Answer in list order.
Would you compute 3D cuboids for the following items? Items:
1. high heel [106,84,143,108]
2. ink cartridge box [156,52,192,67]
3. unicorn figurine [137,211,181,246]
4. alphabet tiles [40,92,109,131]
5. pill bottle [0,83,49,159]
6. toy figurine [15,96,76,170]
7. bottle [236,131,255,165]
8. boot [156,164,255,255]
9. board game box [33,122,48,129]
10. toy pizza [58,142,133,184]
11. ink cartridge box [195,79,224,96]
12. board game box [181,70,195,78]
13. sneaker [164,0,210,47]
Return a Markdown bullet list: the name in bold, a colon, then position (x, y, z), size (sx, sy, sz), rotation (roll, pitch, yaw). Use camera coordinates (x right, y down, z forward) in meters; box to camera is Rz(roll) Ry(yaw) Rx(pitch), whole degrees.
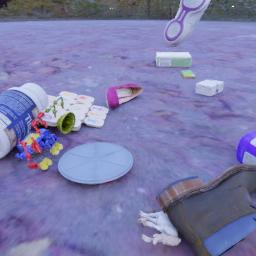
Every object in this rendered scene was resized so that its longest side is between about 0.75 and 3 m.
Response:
- **high heel**: position (-0.104, -1.235, 10.491), size (1.078, 0.757, 2.248), rotation (-5, 11, 14)
- **ink cartridge box**: position (2.682, -4.295, 17.017), size (1.967, 0.648, 2.702), rotation (1, 27, 3)
- **unicorn figurine**: position (0.614, 1.633, 4.923), size (0.841, 0.452, 1.225), rotation (6, 30, -8)
- **alphabet tiles**: position (-1.951, -0.642, 9.335), size (2.504, 0.187, 2.561), rotation (12, 27, 0)
- **pill bottle**: position (-3.100, -0.312, 7.487), size (1.243, 1.243, 2.239), rotation (8, 36, 16)
- **toy figurine**: position (-2.366, 0.161, 7.202), size (1.211, 1.067, 2.022), rotation (-9, 36, 30)
- **bottle**: position (3.566, 0.952, 5.735), size (1.155, 0.903, 2.765), rotation (-9, 27, -23)
- **boot**: position (1.868, 1.477, 5.042), size (2.652, 0.991, 1.286), rotation (-7, 49, -28)
- **board game box**: position (-3.681, -0.462, 9.333), size (2.400, 0.338, 1.623), rotation (1, 25, 1)
- **toy pizza**: position (-0.758, 0.849, 6.678), size (1.765, 0.280, 1.765), rotation (-1, 25, 1)
- **ink cartridge box**: position (3.435, -1.716, 11.816), size (0.752, 0.441, 1.027), rotation (23, 35, 40)
- **board game box**: position (3.053, -2.754, 14.307), size (0.560, 0.176, 1.173), rotation (1, 28, 1)
- **sneaker**: position (1.527, -2.829, 7.225), size (0.611, 1.631, 0.812), rotation (41, 8, 18)
